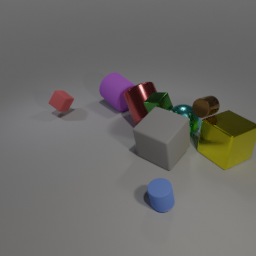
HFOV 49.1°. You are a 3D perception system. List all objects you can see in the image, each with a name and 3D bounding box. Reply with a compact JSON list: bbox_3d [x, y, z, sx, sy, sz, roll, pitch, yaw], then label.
[{"bbox_3d":[1.149,-0.870,10.539,0.700,0.700,0.700,8,45,44],"label":"cube"},{"bbox_3d":[0.692,-1.031,11.871,1.400,1.400,1.400,-22,-8,-3],"label":"cylinder"},{"bbox_3d":[2.166,-0.244,11.070,1.400,1.400,1.400,0,31,0],"label":"ball"},{"bbox_3d":[0.952,1.923,8.031,0.700,0.700,0.700,-10,36,8],"label":"cylinder"},{"bbox_3d":[-0.411,-1.712,13.290,1.400,1.400,1.400,-23,48,-33],"label":"cylinder"},{"bbox_3d":[1.210,0.343,9.812,1.400,1.400,1.400,23,53,33],"label":"cube"},{"bbox_3d":[3.543,0.386,10.032,1.400,1.400,1.400,-18,35,-26],"label":"cube"},{"bbox_3d":[2.770,-0.760,9.950,0.700,0.700,0.700,-17,34,-41],"label":"cylinder"},{"bbox_3d":[-3.006,-1.225,12.656,0.700,0.700,0.700,37,16,14],"label":"cube"}]
